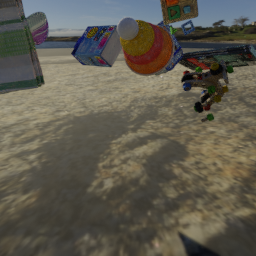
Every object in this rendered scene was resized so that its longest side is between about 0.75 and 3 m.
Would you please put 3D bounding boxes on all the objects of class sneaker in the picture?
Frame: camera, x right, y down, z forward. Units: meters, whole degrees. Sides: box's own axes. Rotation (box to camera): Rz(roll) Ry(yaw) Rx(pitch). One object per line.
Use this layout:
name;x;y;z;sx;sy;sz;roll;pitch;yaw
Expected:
sneaker;-3.112;-2.695;8.414;1.692;0.965;0.613;-32;73;-19

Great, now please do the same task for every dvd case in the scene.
dvd case;3.270;-2.494;10.207;2.647;0.291;1.933;3;0;35

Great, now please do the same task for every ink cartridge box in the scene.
ink cartridge box;-0.997;-2.558;8.759;1.693;1.155;0.646;15;-18;43

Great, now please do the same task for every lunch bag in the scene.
lunch bag;1.151;-2.630;9.270;0.732;1.552;1.937;-21;18;38

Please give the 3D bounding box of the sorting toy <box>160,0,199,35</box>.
sorting toy;1.197;-2.890;6.496;0.866;1.538;0.210;-13;31;4

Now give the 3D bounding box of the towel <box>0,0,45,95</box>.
towel;-2.820;-1.821;5.210;1.918;2.572;0.395;-13;22;-8

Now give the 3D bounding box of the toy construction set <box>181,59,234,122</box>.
toy construction set;1.640;-0.900;5.337;0.898;0.974;1.168;-26;21;33

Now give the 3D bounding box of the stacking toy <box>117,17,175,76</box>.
stacking toy;0.212;-1.610;5.059;1.053;1.053;1.442;7;-3;20
